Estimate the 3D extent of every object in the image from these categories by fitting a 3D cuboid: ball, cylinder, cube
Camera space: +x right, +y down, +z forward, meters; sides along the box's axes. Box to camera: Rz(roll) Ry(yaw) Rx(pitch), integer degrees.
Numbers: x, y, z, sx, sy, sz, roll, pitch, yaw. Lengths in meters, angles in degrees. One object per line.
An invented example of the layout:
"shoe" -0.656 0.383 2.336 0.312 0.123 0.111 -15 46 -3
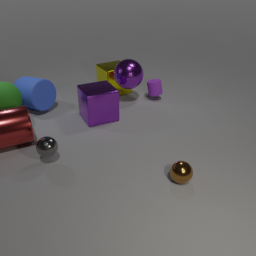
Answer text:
"ball" 1.632 1.348 8.550 0.700 0.700 0.700 0 30 0
"cylinder" -4.267 -0.021 10.163 1.400 1.400 1.400 -14 33 -22
"cube" -0.724 -2.572 14.550 1.400 1.400 1.400 -16 34 -25
"ball" -2.670 0.624 9.239 0.700 0.700 0.700 0 30 0
"ball" 0.027 -2.524 13.147 1.400 1.400 1.400 0 30 0
"cube" -1.272 -1.077 11.989 1.400 1.400 1.400 -13 33 -22
"cylinder" 1.318 -1.993 13.781 0.700 0.700 0.700 -9 22 4
"ball" -5.068 -1.188 11.446 1.400 1.400 1.400 0 30 0
"cylinder" -4.221 -1.565 12.633 1.400 1.400 1.400 13 32 32
